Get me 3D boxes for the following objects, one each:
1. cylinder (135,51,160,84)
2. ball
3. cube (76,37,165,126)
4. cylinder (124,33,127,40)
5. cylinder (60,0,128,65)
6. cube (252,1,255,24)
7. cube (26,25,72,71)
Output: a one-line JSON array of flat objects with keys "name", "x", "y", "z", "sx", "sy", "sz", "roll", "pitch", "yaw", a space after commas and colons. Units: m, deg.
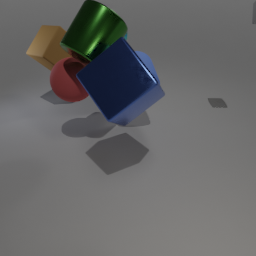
[{"name": "cylinder", "x": 0.321, "y": -1.796, "z": 9.991, "sx": 1.400, "sy": 1.400, "sz": 1.400, "roll": -4, "pitch": 43, "yaw": -7}, {"name": "ball", "x": -1.751, "y": -1.520, "z": 8.856, "sx": 1.400, "sy": 1.400, "sz": 1.400, "roll": 0, "pitch": 30, "yaw": 0}, {"name": "cube", "x": -0.119, "y": -1.042, "z": 6.838, "sx": 1.400, "sy": 1.400, "sz": 1.400, "roll": 54, "pitch": 9, "yaw": 11}, {"name": "cylinder", "x": -0.440, "y": -3.855, "z": 11.341, "sx": 0.700, "sy": 0.700, "sz": 0.700, "roll": -8, "pitch": 31, "yaw": -13}, {"name": "cylinder", "x": -0.937, "y": -2.508, "z": 7.757, "sx": 1.400, "sy": 1.400, "sz": 1.400, "roll": 30, "pitch": -1, "yaw": 0}, {"name": "cube", "x": 4.515, "y": -3.813, "z": 9.061, "sx": 0.700, "sy": 0.700, "sz": 0.700, "roll": 2, "pitch": 4, "yaw": 4}, {"name": "cube", "x": -2.987, "y": -3.198, "z": 11.502, "sx": 1.400, "sy": 1.400, "sz": 1.400, "roll": 21, "pitch": -9, "yaw": 41}]
